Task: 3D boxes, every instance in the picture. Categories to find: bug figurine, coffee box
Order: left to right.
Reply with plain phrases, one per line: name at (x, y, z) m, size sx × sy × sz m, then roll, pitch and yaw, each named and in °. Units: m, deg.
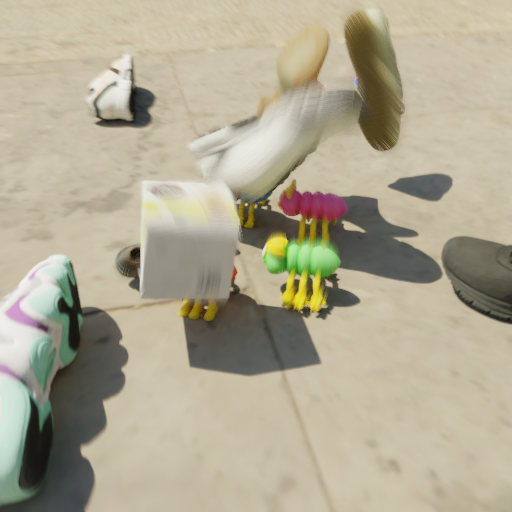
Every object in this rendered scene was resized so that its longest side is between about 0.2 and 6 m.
coffee box at (-0.901, -0.219, 7.180) m, size 1.127 × 1.129 × 1.117 m, roll 1°, pitch 32°, yaw -13°
bug figurine at (0.039, -0.428, 9.063) m, size 2.783 × 0.923 × 3.589 m, roll 6°, pitch 36°, yaw 11°

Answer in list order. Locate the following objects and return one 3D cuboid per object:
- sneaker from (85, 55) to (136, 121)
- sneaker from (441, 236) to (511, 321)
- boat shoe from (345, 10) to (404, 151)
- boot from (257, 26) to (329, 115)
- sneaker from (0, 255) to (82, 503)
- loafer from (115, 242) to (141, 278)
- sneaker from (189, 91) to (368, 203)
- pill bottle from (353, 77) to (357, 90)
sneaker at (-3.688, -4.362, 14.322) m, size 1.174 × 1.082 × 2.935 m, roll -5°, pitch 36°, yaw -4°
sneaker at (4.295, 0.259, 7.657) m, size 3.450 × 1.566 × 1.310 m, roll 22°, pitch 44°, yaw 28°
boat shoe at (2.304, -3.236, 10.399) m, size 0.782 × 2.485 × 0.907 m, roll -27°, pitch 17°, yaw -37°
boot at (0.846, -2.931, 9.384) m, size 0.647 × 1.840 × 1.317 m, roll 49°, pitch 33°, yaw 17°
sneaker at (-3.479, 1.187, 6.582) m, size 2.385 × 1.325 × 3.409 m, roll -1°, pitch 36°, yaw -3°
loafer at (-1.243, -0.144, 8.752) m, size 1.890 × 0.594 × 0.679 m, roll -23°, pitch 85°, yaw -26°
sneaker at (0.386, -1.665, 8.803) m, size 3.166 × 1.266 × 1.167 m, roll -14°, pitch 3°, yaw 39°
pill bottle at (2.920, -4.492, 14.962) m, size 0.495 × 0.495 × 0.883 m, roll -2°, pitch 37°, yaw -3°
